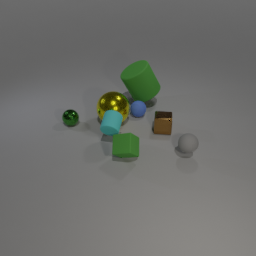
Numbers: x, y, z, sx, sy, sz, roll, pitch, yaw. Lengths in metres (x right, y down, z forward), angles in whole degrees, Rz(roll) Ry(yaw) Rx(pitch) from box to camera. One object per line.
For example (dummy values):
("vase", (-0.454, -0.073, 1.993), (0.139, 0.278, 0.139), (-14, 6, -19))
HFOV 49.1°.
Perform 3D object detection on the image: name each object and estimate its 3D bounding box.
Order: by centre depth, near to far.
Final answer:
("cube", (-0.066, 0.612, 9.629), (0.700, 0.700, 0.700), (-7, 71, 26))
("ball", (2.093, 0.530, 9.728), (0.700, 0.700, 0.700), (0, 32, 0))
("cylinder", (-0.605, -0.177, 10.265), (0.700, 0.700, 0.700), (7, 59, 11))
("cube", (1.417, -0.215, 11.304), (0.700, 0.700, 0.700), (3, 29, 6))
("ball", (-0.614, -0.827, 11.659), (1.400, 1.400, 1.400), (0, 32, 0))
("ball", (-2.403, -0.434, 11.714), (0.700, 0.700, 0.700), (0, 32, 0))
("ball", (0.454, -0.848, 12.346), (0.700, 0.700, 0.700), (0, 32, 0))
("cylinder", (0.578, -2.123, 12.779), (1.400, 1.400, 1.400), (-23, 34, 17))
